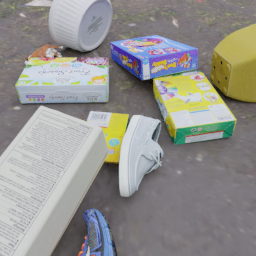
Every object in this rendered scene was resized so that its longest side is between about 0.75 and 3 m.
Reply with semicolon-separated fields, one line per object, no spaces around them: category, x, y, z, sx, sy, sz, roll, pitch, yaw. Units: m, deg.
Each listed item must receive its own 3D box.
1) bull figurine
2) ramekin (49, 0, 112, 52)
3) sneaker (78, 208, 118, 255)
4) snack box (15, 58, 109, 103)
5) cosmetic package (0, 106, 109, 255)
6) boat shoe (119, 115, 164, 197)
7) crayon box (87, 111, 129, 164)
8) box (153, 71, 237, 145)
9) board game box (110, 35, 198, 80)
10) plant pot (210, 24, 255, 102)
bull figurine;-3.013;-2.605;10.179;0.989;0.530;1.628;9;42;8
ramekin;-1.642;-4.074;10.496;1.191;2.557;2.557;32;49;18
sneaker;-0.565;2.208;4.252;0.873;0.839;2.227;-9;39;-5
snack box;-1.911;-1.533;8.764;2.594;0.687;1.845;-1;40;-2
cosmetic package;-1.514;1.014;4.629;1.346;0.950;2.599;20;61;18
boat shoe;0.354;0.498;6.225;0.866;0.849;2.432;3;37;11
crayon box;-0.598;0.285;6.798;1.058;0.423;1.666;6;41;6
box;1.662;-0.737;7.848;1.588;0.655;2.707;-7;43;-4
board game box;0.753;-2.488;9.486;1.912;0.637;2.844;-14;30;-16
plant pot;3.561;-1.852;8.369;1.867;1.825;1.813;-14;42;-9
